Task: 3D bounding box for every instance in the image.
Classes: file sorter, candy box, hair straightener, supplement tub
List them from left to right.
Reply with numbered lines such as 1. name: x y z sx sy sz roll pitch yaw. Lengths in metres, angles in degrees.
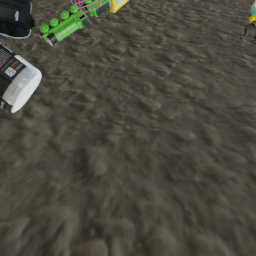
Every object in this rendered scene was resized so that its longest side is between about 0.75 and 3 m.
1. supplement tub: -3.160 -1.377 6.423 2.021 1.238 1.238 36 39 -11
2. file sorter: -0.952 -2.802 5.713 0.552 0.498 0.795 -14 -11 18
3. candy box: -0.105 -4.684 9.418 0.219 0.847 1.657 28 62 22
4. hair straightener: 2.830 -1.869 5.294 1.533 0.590 0.314 -20 50 -2

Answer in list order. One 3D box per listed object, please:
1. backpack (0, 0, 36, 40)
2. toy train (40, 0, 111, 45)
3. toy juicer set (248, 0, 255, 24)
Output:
1. backpack: -3.772 -3.438 7.520 1.631 1.924 2.167 11 15 16
2. toy train: -1.309 -2.747 7.045 1.994 0.416 0.562 -35 75 -1
3. toy juicer set: 3.211 -3.028 7.160 0.263 0.965 0.614 27 74 33
